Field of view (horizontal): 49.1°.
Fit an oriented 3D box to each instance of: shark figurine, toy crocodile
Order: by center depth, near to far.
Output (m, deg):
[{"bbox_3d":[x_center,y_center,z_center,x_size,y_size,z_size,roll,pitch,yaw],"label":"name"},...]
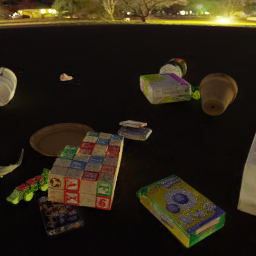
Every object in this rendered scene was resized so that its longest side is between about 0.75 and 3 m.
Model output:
[{"bbox_3d":[-2.605,1.564,7.516,0.458,0.419,1.356,18,32,32],"label":"toy crocodile"},{"bbox_3d":[-3.844,1.116,8.214,1.578,0.659,0.943,-12,30,-18],"label":"shark figurine"}]

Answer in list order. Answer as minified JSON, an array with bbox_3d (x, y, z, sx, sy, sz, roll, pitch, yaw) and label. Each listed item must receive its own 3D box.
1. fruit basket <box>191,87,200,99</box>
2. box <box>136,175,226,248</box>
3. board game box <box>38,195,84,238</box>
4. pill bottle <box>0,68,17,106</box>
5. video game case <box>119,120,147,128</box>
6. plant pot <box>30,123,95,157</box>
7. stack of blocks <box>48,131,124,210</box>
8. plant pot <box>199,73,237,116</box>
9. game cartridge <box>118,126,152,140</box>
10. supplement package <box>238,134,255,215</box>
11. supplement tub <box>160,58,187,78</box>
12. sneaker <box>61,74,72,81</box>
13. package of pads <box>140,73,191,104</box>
[{"bbox_3d":[3.384,-1.767,14.257,0.827,0.596,0.827,-6,9,1],"label":"fruit basket"},{"bbox_3d":[1.195,1.849,6.876,1.192,0.491,2.031,-16,29,-30],"label":"box"},{"bbox_3d":[-1.660,2.025,6.798,0.834,0.213,1.231,-12,29,-23],"label":"board game box"},{"bbox_3d":[-6.287,-2.023,13.776,1.375,1.375,2.415,-7,27,-14],"label":"pill bottle"},{"bbox_3d":[0.212,-0.159,11.033,0.773,0.094,1.081,10,10,20],"label":"video game case"},{"bbox_3d":[-2.283,0.432,9.969,2.274,0.313,2.274,-1,26,0],"label":"plant pot"},{"bbox_3d":[-1.047,1.014,7.898,1.563,0.795,2.715,8,23,2],"label":"stack of blocks"},{"bbox_3d":[3.910,-1.364,12.427,1.676,1.676,1.462,10,45,20],"label":"plant pot"},{"bbox_3d":[0.249,0.168,10.624,1.141,0.233,0.759,11,24,21],"label":"game cartridge"},{"bbox_3d":[3.870,1.245,6.293,2.291,1.784,1.270,14,46,26],"label":"supplement package"},{"bbox_3d":[2.777,-3.463,16.841,1.267,1.267,2.069,11,28,22],"label":"supplement tub"},{"bbox_3d":[-3.797,-3.171,17.249,0.760,0.398,0.286,-17,29,-33],"label":"sneaker"},{"bbox_3d":[1.762,-2.076,14.163,2.031,0.897,2.629,-7,25,-9],"label":"package of pads"}]
